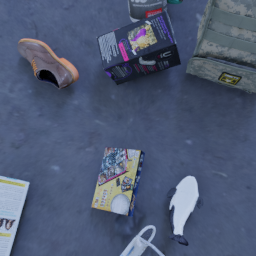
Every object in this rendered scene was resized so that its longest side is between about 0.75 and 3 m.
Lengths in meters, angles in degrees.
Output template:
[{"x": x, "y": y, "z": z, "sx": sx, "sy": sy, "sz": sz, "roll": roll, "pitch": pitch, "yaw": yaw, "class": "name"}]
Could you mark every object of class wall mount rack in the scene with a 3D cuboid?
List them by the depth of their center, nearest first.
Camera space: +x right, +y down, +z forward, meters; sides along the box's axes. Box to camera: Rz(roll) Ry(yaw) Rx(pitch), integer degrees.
[{"x": 0.080, "y": 3.200, "z": 6.623, "sx": 1.948, "sy": 1.693, "sz": 0.726, "roll": -50, "pitch": 45, "yaw": -8, "class": "wall mount rack"}]

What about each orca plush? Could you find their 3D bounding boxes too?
[{"x": 1.513, "y": 2.197, "z": 7.438, "sx": 0.945, "sy": 0.638, "sz": 1.795, "roll": -2, "pitch": 53, "yaw": 9, "class": "orca plush"}]

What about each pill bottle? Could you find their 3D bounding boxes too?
[{"x": 0.575, "y": -3.832, "z": 8.345, "sx": 1.170, "sy": 2.054, "sz": 1.170, "roll": -5, "pitch": 42, "yaw": 5, "class": "pill bottle"}]

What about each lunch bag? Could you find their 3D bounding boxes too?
[{"x": 3.083, "y": -2.302, "z": 7.630, "sx": 2.440, "sy": 2.975, "sz": 1.749, "roll": 17, "pitch": 47, "yaw": 8, "class": "lunch bag"}]

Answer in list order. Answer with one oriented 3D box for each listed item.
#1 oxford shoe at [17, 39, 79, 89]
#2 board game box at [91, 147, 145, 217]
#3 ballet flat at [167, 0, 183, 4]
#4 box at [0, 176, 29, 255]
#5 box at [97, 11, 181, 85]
[{"x": -2.599, "y": -1.950, "z": 8.417, "sx": 2.276, "sy": 0.811, "sz": 0.830, "roll": 32, "pitch": 53, "yaw": 15, "class": "oxford shoe"}, {"x": -0.257, "y": 1.391, "z": 7.509, "sx": 1.149, "sy": 0.293, "sz": 1.696, "roll": 3, "pitch": 72, "yaw": 30, "class": "board game box"}, {"x": 0.912, "y": -4.805, "z": 9.241, "sx": 0.978, "sy": 0.935, "sz": 2.778, "roll": -34, "pitch": 60, "yaw": 26, "class": "ballet flat"}, {"x": -3.401, "y": 2.471, "z": 7.171, "sx": 0.994, "sy": 0.593, "sz": 2.415, "roll": 22, "pitch": 72, "yaw": -32, "class": "box"}, {"x": 0.344, "y": -2.252, "z": 8.147, "sx": 2.102, "sy": 1.285, "sz": 1.115, "roll": -16, "pitch": 73, "yaw": 13, "class": "box"}]
